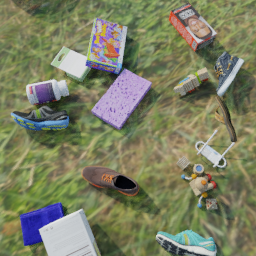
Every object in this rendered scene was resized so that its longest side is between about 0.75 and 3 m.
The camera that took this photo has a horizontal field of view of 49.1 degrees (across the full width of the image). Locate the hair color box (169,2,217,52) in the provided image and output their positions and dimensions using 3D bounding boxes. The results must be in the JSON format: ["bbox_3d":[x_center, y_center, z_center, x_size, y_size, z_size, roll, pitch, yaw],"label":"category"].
[{"bbox_3d":[3.002,-4.758,13.156,1.114,0.672,2.195,-30,72,-12],"label":"hair color box"}]

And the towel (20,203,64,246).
[{"bbox_3d":[-3.041,3.434,10.042,1.562,0.387,1.154,-16,68,-6],"label":"towel"}]

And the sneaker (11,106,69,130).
[{"bbox_3d":[-3.554,-0.445,11.430,2.272,0.806,0.942,3,63,-5],"label":"sneaker"}]

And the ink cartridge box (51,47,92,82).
[{"bbox_3d":[-2.475,-2.863,12.560,1.550,0.372,1.128,25,70,10],"label":"ink cartridge box"}]

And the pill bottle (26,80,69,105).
[{"bbox_3d":[-3.344,-1.531,11.758,1.583,0.882,0.882,-13,69,-5],"label":"pill bottle"}]

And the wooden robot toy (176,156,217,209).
[{"bbox_3d":[2.711,1.936,10.298,0.998,1.028,2.266,-25,71,-9],"label":"wooden robot toy"}]

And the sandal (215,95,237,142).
[{"bbox_3d":[3.042,-0.278,8.941,0.441,0.660,1.615,-20,79,27],"label":"sandal"}]

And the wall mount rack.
[{"bbox_3d":[3.425,0.836,11.012,1.392,0.519,1.209,39,73,13],"label":"wall mount rack"}]

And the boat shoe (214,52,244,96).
[{"bbox_3d":[4.123,-2.359,12.192,1.003,0.782,2.210,31,64,12],"label":"boat shoe"}]

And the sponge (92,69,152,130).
[{"bbox_3d":[-0.237,-1.276,11.927,1.404,0.375,2.517,32,72,12],"label":"sponge"}]

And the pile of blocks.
[{"bbox_3d":[2.788,-1.936,12.193,1.755,0.720,0.545,-31,114,-2],"label":"pile of blocks"}]

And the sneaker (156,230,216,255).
[{"bbox_3d":[2.003,3.969,9.753,2.111,0.818,0.841,14,50,1],"label":"sneaker"}]

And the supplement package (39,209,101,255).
[{"bbox_3d":[-1.676,4.094,9.073,1.349,1.401,2.464,-23,80,-9],"label":"supplement package"}]

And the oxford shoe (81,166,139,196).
[{"bbox_3d":[-0.669,1.852,10.432,2.294,0.832,0.817,15,69,6],"label":"oxford shoe"}]

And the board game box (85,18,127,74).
[{"bbox_3d":[-0.957,-3.693,12.609,1.546,0.515,2.299,11,68,-12],"label":"board game box"}]
